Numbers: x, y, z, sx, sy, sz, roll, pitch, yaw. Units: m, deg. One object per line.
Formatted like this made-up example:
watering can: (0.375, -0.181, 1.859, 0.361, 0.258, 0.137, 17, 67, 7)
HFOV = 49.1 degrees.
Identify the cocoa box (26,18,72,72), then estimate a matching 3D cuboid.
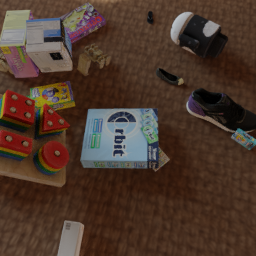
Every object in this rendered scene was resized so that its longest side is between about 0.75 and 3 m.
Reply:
cocoa box: (-3.104, -3.265, 11.261, 1.371, 2.056, 1.349, -4, 81, -1)

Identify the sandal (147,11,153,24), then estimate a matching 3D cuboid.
sandal: (1.049, -5.269, 13.294, 0.295, 0.166, 0.776, -2, 66, -1)

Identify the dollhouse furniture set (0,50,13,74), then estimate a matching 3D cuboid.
dollhouse furniture set: (-5.175, -3.156, 12.104, 1.147, 0.657, 1.345, 17, 68, 7)

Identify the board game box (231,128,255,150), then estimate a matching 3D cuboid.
board game box: (4.383, 0.428, 10.554, 0.820, 0.619, 0.192, 37, 71, 15)

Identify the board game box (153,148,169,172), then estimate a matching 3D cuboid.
board game box: (0.954, 1.018, 10.535, 0.697, 0.177, 1.036, -37, 71, -15)

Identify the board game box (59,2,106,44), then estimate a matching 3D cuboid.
board game box: (-2.423, -4.799, 13.011, 2.427, 0.392, 1.457, -35, 75, -14)

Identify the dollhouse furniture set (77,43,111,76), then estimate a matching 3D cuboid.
dollhouse furniture set: (-1.546, -2.895, 12.106, 1.042, 0.790, 1.188, 42, 51, 16)

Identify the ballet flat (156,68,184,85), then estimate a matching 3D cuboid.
ballet flat: (1.754, -2.156, 11.826, 1.265, 0.359, 0.420, 24, 69, 10)

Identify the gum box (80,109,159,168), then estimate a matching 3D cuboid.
gum box: (-0.232, 0.342, 10.267, 2.680, 0.597, 2.277, -1, 55, 5)

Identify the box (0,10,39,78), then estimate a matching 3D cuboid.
box: (-4.318, -3.433, 11.495, 0.981, 1.785, 2.029, -2, 60, -1)

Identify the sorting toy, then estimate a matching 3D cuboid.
sorting toy: (-3.115, 0.249, 9.262, 0.969, 2.767, 2.784, -35, 48, 33)

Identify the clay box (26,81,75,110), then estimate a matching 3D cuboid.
clay box: (-3.152, -1.207, 11.238, 1.873, 0.446, 1.076, -13, 57, -10)

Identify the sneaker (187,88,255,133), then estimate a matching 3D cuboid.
sneaker: (3.709, -0.673, 10.685, 2.861, 1.253, 1.084, 18, 68, 8)

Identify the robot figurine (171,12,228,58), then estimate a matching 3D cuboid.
robot figurine: (2.996, -3.939, 12.028, 2.384, 1.791, 1.487, 32, 93, 13)

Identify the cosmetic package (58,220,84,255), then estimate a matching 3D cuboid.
cosmetic package: (-1.878, 4.120, 8.793, 0.559, 0.911, 2.208, 8, 67, 1)
